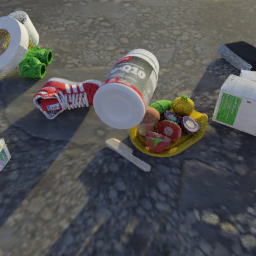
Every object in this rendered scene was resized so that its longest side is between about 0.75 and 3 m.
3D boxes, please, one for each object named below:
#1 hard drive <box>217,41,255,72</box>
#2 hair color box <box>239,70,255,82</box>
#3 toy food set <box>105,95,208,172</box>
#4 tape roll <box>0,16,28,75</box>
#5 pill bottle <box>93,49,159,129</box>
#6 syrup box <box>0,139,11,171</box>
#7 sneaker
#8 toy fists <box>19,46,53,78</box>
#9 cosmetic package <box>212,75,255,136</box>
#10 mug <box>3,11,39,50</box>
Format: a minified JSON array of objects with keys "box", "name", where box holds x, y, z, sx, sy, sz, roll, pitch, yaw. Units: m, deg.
[{"box":[4.617,-2.825,11.054,1.344,0.422,1.992,-14,45,-15],"name":"hard drive"},{"box":[4.580,-1.640,9.826,1.283,0.388,0.641,11,45,12],"name":"hair color box"},{"box":[0.982,-0.152,7.828,2.948,0.963,1.735,-30,51,-28],"name":"toy food set"},{"box":[-4.672,-3.044,10.375,2.237,0.409,2.237,-5,75,21],"name":"tape roll"},{"box":[0.059,-1.071,7.009,1.218,1.218,2.138,11,42,11],"name":"pill bottle"},{"box":[-4.022,0.584,7.262,1.708,0.673,0.696,11,45,12],"name":"syrup box"},{"box":[-1.748,-0.876,8.662,2.456,0.875,1.381,8,39,19],"name":"sneaker"},{"box":[-3.543,-2.508,10.587,0.930,0.627,1.824,2,45,3],"name":"toy fists"},{"box":[3.788,-0.514,8.022,2.319,1.248,0.984,23,48,24],"name":"cosmetic package"},{"box":[-4.426,-3.784,11.456,1.511,1.240,1.210,-37,61,-1],"name":"mug"}]
